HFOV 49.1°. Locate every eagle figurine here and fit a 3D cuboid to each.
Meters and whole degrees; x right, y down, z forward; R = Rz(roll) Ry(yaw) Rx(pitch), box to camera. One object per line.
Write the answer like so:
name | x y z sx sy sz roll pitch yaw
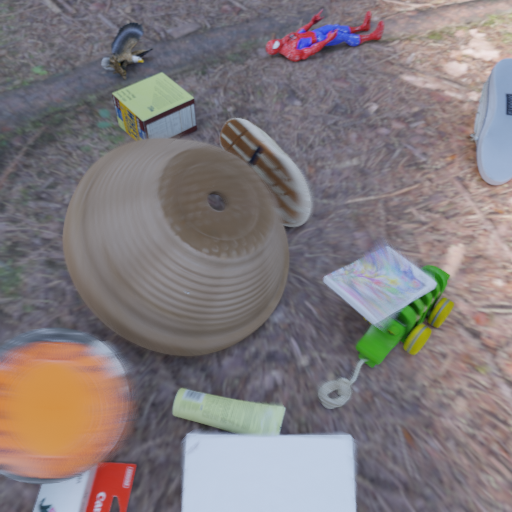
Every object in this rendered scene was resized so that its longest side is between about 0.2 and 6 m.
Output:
eagle figurine | -2.622 -4.152 11.516 0.771 0.775 1.021 28 66 -22

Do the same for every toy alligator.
toy alligator | 1.801 0.866 7.272 0.824 0.754 2.778 37 59 25

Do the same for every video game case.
video game case | 1.563 0.331 7.035 1.198 0.108 0.858 -22 49 -33

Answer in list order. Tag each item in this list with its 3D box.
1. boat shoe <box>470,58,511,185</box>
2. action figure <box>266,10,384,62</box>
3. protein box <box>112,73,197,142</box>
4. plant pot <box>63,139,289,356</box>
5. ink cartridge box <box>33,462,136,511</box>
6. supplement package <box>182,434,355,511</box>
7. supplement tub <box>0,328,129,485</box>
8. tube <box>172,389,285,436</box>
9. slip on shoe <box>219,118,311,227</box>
boat shoe | 4.165 -2.239 9.868 0.834 0.962 2.257 7 79 -1
action figure | 1.423 -4.751 12.090 2.633 0.681 0.861 -21 56 -13
protein box | -1.835 -2.616 10.202 1.074 0.725 1.067 -32 57 -24
plant pot | -0.741 -0.390 7.088 3.050 1.408 3.050 13 61 -24
ink cartridge box | -1.895 2.715 6.066 0.939 0.236 1.082 1 50 6
supplement package | 0.121 2.507 5.628 1.648 0.914 1.283 0 65 1
supplement tub | -2.024 1.409 5.511 1.366 2.230 1.366 4 79 -22
tube | -0.340 1.907 6.709 1.306 0.339 0.379 11 93 8
slip on shoe | 0.245 -1.388 9.211 0.694 0.871 2.291 1 42 -50
